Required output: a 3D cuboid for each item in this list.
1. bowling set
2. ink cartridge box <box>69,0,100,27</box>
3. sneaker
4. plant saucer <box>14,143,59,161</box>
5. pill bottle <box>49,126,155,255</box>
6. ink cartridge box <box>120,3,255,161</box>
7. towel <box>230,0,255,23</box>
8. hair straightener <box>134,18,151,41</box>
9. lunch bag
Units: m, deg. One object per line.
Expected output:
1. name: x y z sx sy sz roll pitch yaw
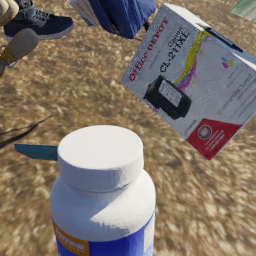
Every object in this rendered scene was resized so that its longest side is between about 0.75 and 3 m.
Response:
1. bowling set: -3.487 -2.700 6.290 1.452 1.882 2.704 -37 72 7
2. ink cartridge box: -0.944 -4.140 9.130 1.448 1.063 1.058 14 67 49
3. sneaker: -2.535 -3.316 7.956 2.109 1.524 0.802 -20 56 -24
4. plant saucer: -1.030 0.370 3.974 1.322 0.462 0.125 0 65 29
5. pill bottle: -0.268 1.045 3.173 1.130 2.017 1.130 -1 28 0
6. ink cartridge box: 1.193 -0.840 4.999 2.278 1.660 0.943 43 34 18
7. towel: 2.444 -1.928 4.684 1.173 0.895 0.137 21 82 -7
8. hair straightener: 0.039 -3.832 8.588 1.006 2.613 0.535 -9 43 19
9. lunch bag: -0.250 -3.353 7.220 1.340 1.972 1.305 24 72 30
